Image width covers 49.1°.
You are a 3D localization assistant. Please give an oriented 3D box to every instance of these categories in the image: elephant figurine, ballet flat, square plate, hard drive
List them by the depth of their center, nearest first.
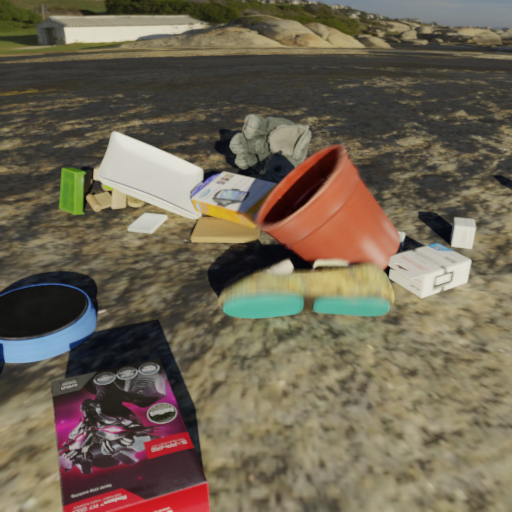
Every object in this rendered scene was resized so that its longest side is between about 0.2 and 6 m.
[{"bbox_3d":[0.799,0.501,9.107,2.815,0.995,0.995,0,26,-3],"label":"ballet flat"},{"bbox_3d":[-2.466,-0.752,12.760,0.577,0.117,0.875,7,28,13],"label":"hard drive"},{"bbox_3d":[-2.501,-1.923,13.620,2.500,0.359,2.524,21,31,-18],"label":"square plate"},{"bbox_3d":[0.723,-2.323,14.407,2.051,2.249,2.899,23,20,-41],"label":"elephant figurine"}]

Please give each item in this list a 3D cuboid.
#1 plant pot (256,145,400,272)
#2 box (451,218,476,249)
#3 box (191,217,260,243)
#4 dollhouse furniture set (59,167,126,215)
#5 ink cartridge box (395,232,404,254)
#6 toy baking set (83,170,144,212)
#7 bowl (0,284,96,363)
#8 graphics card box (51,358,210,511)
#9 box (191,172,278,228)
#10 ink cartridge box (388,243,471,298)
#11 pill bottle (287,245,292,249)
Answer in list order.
[{"bbox_3d":[1.364,-0.556,9.844,1.982,1.928,1.982,-39,20,17],"label":"plant pot"},{"bbox_3d":[4.349,-0.482,11.788,0.425,0.494,0.496,7,27,14],"label":"box"},{"bbox_3d":[-0.633,-0.575,12.341,1.436,0.153,1.174,2,25,4],"label":"box"},{"bbox_3d":[-3.557,-1.694,14.130,1.334,1.031,2.669,19,20,34],"label":"dollhouse furniture set"},{"bbox_3d":[2.491,-0.461,11.989,1.323,0.288,1.148,8,29,15],"label":"ink cartridge box"},{"bbox_3d":[-3.602,-1.809,14.711,2.232,0.338,2.908,2,32,-8],"label":"toy baking set"},{"bbox_3d":[-3.513,1.001,8.934,1.862,0.366,1.862,0,27,0],"label":"bowl"},{"bbox_3d":[-1.516,2.143,6.386,1.430,0.580,2.279,-10,27,-18],"label":"graphics card box"},{"bbox_3d":[-0.499,-1.346,12.922,2.077,0.431,1.236,17,48,38],"label":"box"},{"bbox_3d":[3.049,0.281,10.205,1.481,0.502,0.859,-13,30,-28],"label":"ink cartridge box"},{"bbox_3d":[1.202,-0.389,11.391,1.121,0.622,0.622,-1,25,17],"label":"pill bottle"}]
